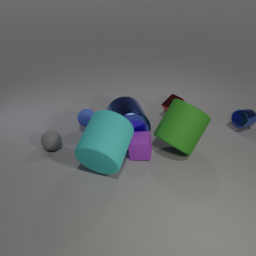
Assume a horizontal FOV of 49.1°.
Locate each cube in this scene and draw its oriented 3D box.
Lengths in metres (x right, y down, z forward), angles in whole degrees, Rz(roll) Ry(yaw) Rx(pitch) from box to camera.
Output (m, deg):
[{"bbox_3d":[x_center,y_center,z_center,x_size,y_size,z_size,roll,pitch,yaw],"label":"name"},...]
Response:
[{"bbox_3d":[1.947,-0.861,11.611,0.700,0.700,0.700,-44,43,-9],"label":"cube"},{"bbox_3d":[0.402,0.592,9.339,0.700,0.700,0.700,-3,33,11],"label":"cube"}]

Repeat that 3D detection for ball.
[{"bbox_3d":[-2.660,0.433,9.717,0.700,0.700,0.700,0,31,0],"label":"ball"},{"bbox_3d":[-1.558,-0.379,10.601,0.700,0.700,0.700,0,31,0],"label":"ball"}]

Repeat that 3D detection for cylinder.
[{"bbox_3d":[-0.023,-0.236,10.146,1.400,1.400,1.400,-6,31,-10],"label":"cylinder"},{"bbox_3d":[-0.685,0.429,8.359,1.400,1.400,1.400,10,55,17],"label":"cylinder"},{"bbox_3d":[1.789,-0.036,9.299,1.400,1.400,1.400,30,2,-1],"label":"cylinder"},{"bbox_3d":[4.485,-0.379,10.824,0.700,0.700,0.700,-6,28,-38],"label":"cylinder"}]
